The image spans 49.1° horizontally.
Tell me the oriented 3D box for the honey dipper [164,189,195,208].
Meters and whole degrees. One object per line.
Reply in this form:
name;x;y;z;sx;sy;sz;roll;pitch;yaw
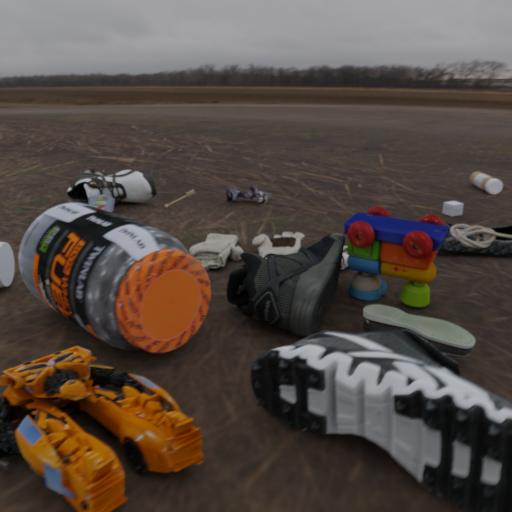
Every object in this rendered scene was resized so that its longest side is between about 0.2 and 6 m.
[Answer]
honey dipper;-2.008;-1.483;14.649;0.873;0.166;0.166;-26;22;0

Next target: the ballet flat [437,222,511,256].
ballet flat;4.907;-0.461;11.906;2.835;0.805;0.942;-1;20;-3

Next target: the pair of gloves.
pair of gloves;-0.205;-0.144;11.641;2.308;0.405;1.963;4;20;13

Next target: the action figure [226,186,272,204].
action figure;-0.187;-1.744;16.066;1.326;0.460;0.863;1;14;-8

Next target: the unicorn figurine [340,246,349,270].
unicorn figurine;1.815;0.043;11.227;0.768;0.413;1.119;-19;11;-20

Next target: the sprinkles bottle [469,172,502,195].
sprinkles bottle;7.175;-2.291;17.531;0.467;0.467;1.370;-1;20;-3

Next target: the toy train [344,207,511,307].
toy train;2.737;0.177;9.163;2.612;1.511;1.106;12;26;27

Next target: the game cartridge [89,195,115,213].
game cartridge;-4.170;-1.404;15.077;0.700;0.466;0.143;4;-15;14

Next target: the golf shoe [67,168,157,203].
golf shoe;-4.048;-1.786;15.655;2.645;1.028;1.250;3;32;24

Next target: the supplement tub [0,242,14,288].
supplement tub;-5.093;0.173;9.940;1.296;0.942;0.942;-1;20;-4

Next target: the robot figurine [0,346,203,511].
robot figurine;-1.822;1.694;5.989;2.530;0.736;1.834;19;25;42

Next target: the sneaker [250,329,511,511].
sneaker;1.750;1.484;5.922;3.552;1.180;1.607;13;26;37

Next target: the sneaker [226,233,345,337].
sneaker;0.558;0.250;9.440;1.689;1.127;2.949;14;28;17

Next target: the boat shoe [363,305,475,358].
boat shoe;2.258;1.137;7.915;1.630;0.491;0.581;16;23;39

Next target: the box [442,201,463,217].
box;5.211;-1.252;14.845;0.372;0.320;0.374;-8;21;-22

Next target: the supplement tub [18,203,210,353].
supplement tub;-2.132;0.296;8.374;1.780;1.780;2.905;-19;26;-42
